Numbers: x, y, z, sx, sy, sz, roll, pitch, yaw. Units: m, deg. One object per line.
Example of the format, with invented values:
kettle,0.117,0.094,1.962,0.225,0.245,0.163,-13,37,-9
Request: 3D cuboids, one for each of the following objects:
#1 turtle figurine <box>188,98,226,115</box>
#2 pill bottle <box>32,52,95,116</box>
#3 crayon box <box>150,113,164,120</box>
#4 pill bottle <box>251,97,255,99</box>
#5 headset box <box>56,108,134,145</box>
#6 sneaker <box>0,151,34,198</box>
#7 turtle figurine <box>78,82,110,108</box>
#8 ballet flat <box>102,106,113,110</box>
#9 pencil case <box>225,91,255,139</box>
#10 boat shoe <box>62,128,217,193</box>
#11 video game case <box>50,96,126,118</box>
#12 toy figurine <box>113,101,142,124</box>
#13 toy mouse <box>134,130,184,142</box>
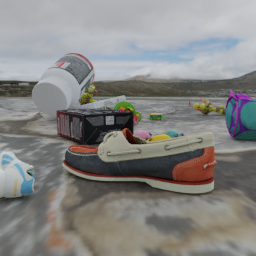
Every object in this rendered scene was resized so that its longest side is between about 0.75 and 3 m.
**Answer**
turtle figurine,3.756,-0.920,13.039,1.646,0.657,2.041,8,-4,-4
pill bottle,-2.462,-1.765,10.976,1.647,1.647,2.842,2,33,13
crayon box,1.158,-0.458,11.242,0.467,0.229,0.785,2,8,13
pill bottle,4.781,-0.564,9.391,1.612,0.934,0.934,2,8,15
headset box,-0.903,-0.112,7.001,1.338,0.694,1.798,-5,8,-35
sneaker,-1.387,0.565,3.413,0.419,0.397,1.037,4,12,-25
turtle figurine,-1.917,-1.405,13.660,2.044,0.816,2.535,29,-30,-35
ballet flat,-0.993,-0.799,12.797,0.530,0.530,1.501,-2,8,-16
pencil case,3.649,-0.288,6.514,2.558,1.182,1.089,0,35,9
boat shoe,0.053,0.346,3.734,2.187,0.684,0.778,3,10,28
video game case,-1.638,-0.880,11.711,2.415,0.276,2.198,-10,7,33
toy figurine,0.005,-0.328,9.432,1.069,0.803,0.984,23,18,-11
toy mouse,0.665,0.208,6.103,1.568,0.303,1.393,2,8,17
